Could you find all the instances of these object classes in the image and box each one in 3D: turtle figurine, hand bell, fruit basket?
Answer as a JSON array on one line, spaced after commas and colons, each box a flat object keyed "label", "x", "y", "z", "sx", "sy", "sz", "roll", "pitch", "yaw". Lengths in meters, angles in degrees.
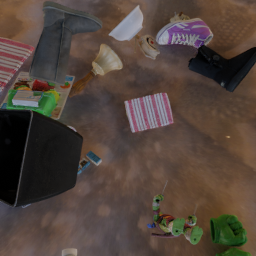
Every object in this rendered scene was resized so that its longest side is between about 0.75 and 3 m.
[{"label": "turtle figurine", "x": 0.958, "y": 1.637, "z": 5.469, "sx": 1.256, "sy": 1.218, "sz": 0.904, "roll": -29, "pitch": 99, "yaw": -13}, {"label": "hand bell", "x": -1.533, "y": -2.148, "z": 11.477, "sx": 1.291, "sy": 1.291, "sz": 2.479, "roll": 40, "pitch": 78, "yaw": 24}, {"label": "fruit basket", "x": -3.463, "y": -1.358, "z": 10.691, "sx": 2.375, "sy": 1.202, "sz": 2.564, "roll": 6, "pitch": 53, "yaw": 4}]

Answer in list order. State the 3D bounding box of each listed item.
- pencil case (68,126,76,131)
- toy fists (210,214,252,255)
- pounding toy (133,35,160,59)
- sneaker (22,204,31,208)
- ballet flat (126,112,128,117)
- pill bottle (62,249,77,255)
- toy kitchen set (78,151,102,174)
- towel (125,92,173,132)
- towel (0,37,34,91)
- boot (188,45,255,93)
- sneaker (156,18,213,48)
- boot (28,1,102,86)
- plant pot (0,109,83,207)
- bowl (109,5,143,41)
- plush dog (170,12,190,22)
[{"label": "pencil case", "x": -2.203, "y": 0.685, "z": 9.591, "sx": 0.652, "sy": 0.712, "sz": 1.569, "roll": -28, "pitch": 44, "yaw": 37}, {"label": "toy fists", "x": 2.934, "y": 3.357, "z": 7.832, "sx": 0.962, "sy": 0.649, "sz": 1.888, "roll": 1, "pitch": 55, "yaw": 0}, {"label": "pounding toy", "x": 0.822, "y": -3.662, "z": 12.728, "sx": 0.832, "sy": 0.835, "sz": 1.455, "roll": -10, "pitch": 62, "yaw": -40}, {"label": "sneaker", "x": -3.468, "y": 2.180, "z": 8.793, "sx": 1.022, "sy": 0.358, "sz": 0.554, "roll": 2, "pitch": 54, "yaw": -2}, {"label": "ballet flat", "x": 0.585, "y": -0.595, "z": 10.620, "sx": 1.297, "sy": 0.423, "sz": 0.457, "roll": -4, "pitch": 55, "yaw": -3}, {"label": "pill bottle", "x": -1.582, "y": 3.832, "z": 7.557, "sx": 0.558, "sy": 0.558, "sz": 1.008, "roll": -5, "pitch": 56, "yaw": -3}, {"label": "toy kitchen set", "x": -1.397, "y": 1.099, "z": 9.293, "sx": 0.537, "sy": 0.730, "sz": 0.911, "roll": 35, "pitch": 63, "yaw": 22}, {"label": "towel", "x": 0.792, "y": -0.586, "z": 10.456, "sx": 1.668, "sy": 0.250, "sz": 1.221, "roll": -13, "pitch": 88, "yaw": -8}, {"label": "towel", "x": -5.627, "y": -2.822, "z": 12.180, "sx": 2.045, "sy": 0.418, "sz": 2.795, "roll": 17, "pitch": 60, "yaw": 11}, {"label": "boot", "x": 4.085, "y": -2.946, "z": 11.823, "sx": 2.255, "sy": 1.025, "sz": 2.684, "roll": 37, "pitch": 70, "yaw": 18}, {"label": "sneaker", "x": 2.667, "y": -4.128, "z": 12.714, "sx": 2.628, "sy": 0.952, "sz": 1.498, "roll": -21, "pitch": 62, "yaw": -14}, {"label": "boot", "x": -1.972, "y": -2.567, "z": 9.074, "sx": 2.193, "sy": 0.875, "sz": 2.412, "roll": 5, "pitch": 89, "yaw": -28}, {"label": "plant pot", "x": -2.217, "y": 0.666, "z": 6.679, "sx": 1.941, "sy": 1.722, "sz": 1.936, "roll": 5, "pitch": 84, "yaw": 40}, {"label": "bowl", "x": 0.062, "y": -4.612, "z": 12.786, "sx": 0.847, "sy": 1.885, "sz": 1.885, "roll": 46, "pitch": 60, "yaw": -16}, {"label": "plush dog", "x": 2.677, "y": -5.323, "z": 13.717, "sx": 0.820, "sy": 0.766, "sz": 0.955, "roll": -17, "pitch": 54, "yaw": -39}]
